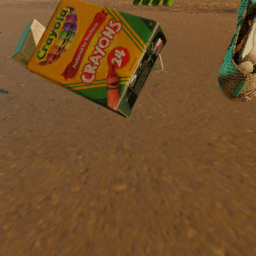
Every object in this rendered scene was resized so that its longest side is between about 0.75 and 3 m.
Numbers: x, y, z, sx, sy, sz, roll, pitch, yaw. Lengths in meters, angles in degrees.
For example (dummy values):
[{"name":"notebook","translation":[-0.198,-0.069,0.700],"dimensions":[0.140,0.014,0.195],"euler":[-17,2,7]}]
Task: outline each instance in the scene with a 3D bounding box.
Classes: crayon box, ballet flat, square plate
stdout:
[{"name":"crayon box","translation":[-0.837,-1.505,5.510],"dimensions":[2.690,1.708,0.683],"euler":[25,-2,24]},{"name":"ballet flat","translation":[2.156,-1.643,4.463],"dimensions":[0.885,0.982,2.608],"euler":[22,71,9]},{"name":"square plate","translation":[0.246,-2.172,7.618],"dimensions":[1.373,1.360,0.195],"euler":[1,27,32]}]

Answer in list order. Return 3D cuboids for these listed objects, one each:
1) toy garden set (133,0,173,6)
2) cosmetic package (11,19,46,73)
[{"name":"toy garden set","translation":[0.650,-3.309,6.364],"dimensions":[0.240,1.001,1.200],"euler":[19,6,-46]},{"name":"cosmetic package","translation":[-2.396,-2.071,7.056],"dimensions":[0.437,0.619,1.195],"euler":[-20,48,34]}]
